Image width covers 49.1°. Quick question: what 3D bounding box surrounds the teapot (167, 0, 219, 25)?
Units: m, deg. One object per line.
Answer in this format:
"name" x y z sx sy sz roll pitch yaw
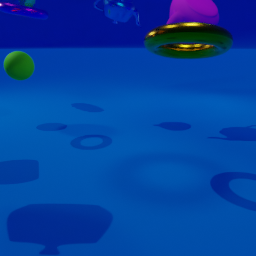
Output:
"teapot" 1.508 -2.658 6.878 1.986 0.972 1.235 -27 72 -35

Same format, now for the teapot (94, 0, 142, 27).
"teapot" -0.226 -3.127 7.483 1.403 0.687 0.873 19 31 -2

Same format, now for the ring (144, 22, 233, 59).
"ring" 0.885 -1.273 4.189 1.299 0.260 1.299 3 2 0

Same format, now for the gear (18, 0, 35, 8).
"gear" -3.466 -4.748 9.504 0.287 1.551 1.551 -7 19 -30

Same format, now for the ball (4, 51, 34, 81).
"ball" -2.930 -1.674 7.555 0.774 0.774 0.774 0 17 0

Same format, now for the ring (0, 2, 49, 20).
"ring" -2.317 -2.608 6.249 1.054 0.211 1.054 9 19 -3
